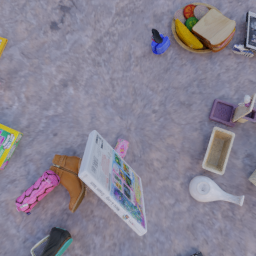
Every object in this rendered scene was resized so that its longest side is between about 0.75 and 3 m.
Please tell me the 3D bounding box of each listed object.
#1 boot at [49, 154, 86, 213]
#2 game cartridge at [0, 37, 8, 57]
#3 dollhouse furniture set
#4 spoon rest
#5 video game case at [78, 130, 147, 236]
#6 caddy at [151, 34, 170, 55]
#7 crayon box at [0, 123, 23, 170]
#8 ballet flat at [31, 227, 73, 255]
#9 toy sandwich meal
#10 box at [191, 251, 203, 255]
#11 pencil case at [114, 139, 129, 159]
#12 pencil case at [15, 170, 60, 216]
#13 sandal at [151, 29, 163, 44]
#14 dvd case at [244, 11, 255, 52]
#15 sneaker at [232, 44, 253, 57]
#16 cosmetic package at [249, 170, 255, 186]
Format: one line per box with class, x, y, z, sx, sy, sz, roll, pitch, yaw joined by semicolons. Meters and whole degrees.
boot;-2.293;2.002;10.427;1.547;0.737;2.000;15;67;2
game cartridge;-5.856;-3.471;11.862;1.197;0.194;1.055;18;78;3
dollhouse furniture set;4.134;0.316;10.048;2.365;2.119;2.985;20;79;4
spoon rest;3.259;2.428;10.473;1.945;0.590;0.966;17;77;17
video game case;-0.409;1.580;8.913;0.344;2.901;2.640;-37;108;12
caddy;1.373;-3.486;11.742;0.621;0.461;0.879;34;80;30
crayon box;-5.081;0.627;10.834;1.355;0.458;1.571;24;79;4
ballet flat;-3.131;4.780;9.753;0.999;0.993;2.920;31;69;16
toy sandwich meal;3.107;-4.264;11.662;2.639;0.904;2.639;0;78;0
box;2.460;5.136;9.964;0.898;0.244;1.121;-25;79;-5
pencil case;-0.345;0.965;10.769;0.496;0.496;1.134;21;78;4
pencil case;-3.256;2.299;10.061;1.723;0.807;0.782;-45;83;11
sandal;0.984;-3.158;9.804;0.381;0.229;1.015;21;36;-21
dvd case;5.525;-3.940;11.756;1.315;0.216;1.750;14;73;-11
sneaker;4.861;-3.375;11.781;0.924;0.373;0.534;19;75;-3
cosmetic package;6.077;1.290;10.397;1.519;1.026;2.888;39;81;8
